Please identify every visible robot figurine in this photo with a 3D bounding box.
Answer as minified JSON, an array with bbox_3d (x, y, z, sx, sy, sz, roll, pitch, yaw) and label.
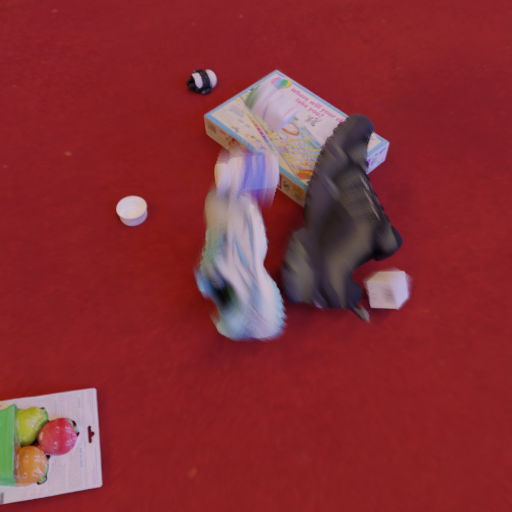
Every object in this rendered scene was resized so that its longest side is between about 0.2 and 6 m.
[{"bbox_3d":[-1.308,-4.172,13.407,0.709,0.533,0.443,-22,28,-15],"label":"robot figurine"}]

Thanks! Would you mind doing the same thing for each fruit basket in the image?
[{"bbox_3d":[-3.210,2.824,8.352,1.675,0.785,1.552,-2,53,-20],"label":"fruit basket"}]

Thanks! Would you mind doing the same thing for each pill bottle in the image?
[{"bbox_3d":[-0.167,-1.380,9.391,0.993,0.557,0.557,-7,54,-18],"label":"pill bottle"}]

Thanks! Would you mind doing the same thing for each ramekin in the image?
[{"bbox_3d":[-2.456,-0.876,11.137,0.585,0.285,0.585,0,55,0],"label":"ramekin"}]

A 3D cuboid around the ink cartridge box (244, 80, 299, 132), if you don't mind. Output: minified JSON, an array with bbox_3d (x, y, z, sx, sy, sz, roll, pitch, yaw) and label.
[{"bbox_3d":[0.271,-2.580,9.654,0.779,0.327,0.564,42,45,0],"label":"ink cartridge box"}]

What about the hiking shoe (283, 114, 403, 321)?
[{"bbox_3d":[1.724,-0.709,9.935,1.827,1.375,3.630,18,80,6],"label":"hiking shoe"}]

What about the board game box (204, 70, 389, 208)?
[{"bbox_3d":[0.820,-2.561,12.141,2.254,0.574,3.353,-38,63,-22],"label":"board game box"}]

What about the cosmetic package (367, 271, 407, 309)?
[{"bbox_3d":[2.287,0.583,9.730,0.488,0.488,0.591,-2,15,33],"label":"cosmetic package"}]

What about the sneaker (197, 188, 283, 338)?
[{"bbox_3d":[-0.436,0.072,9.161,1.152,1.036,2.669,-6,70,-37],"label":"sneaker"}]
